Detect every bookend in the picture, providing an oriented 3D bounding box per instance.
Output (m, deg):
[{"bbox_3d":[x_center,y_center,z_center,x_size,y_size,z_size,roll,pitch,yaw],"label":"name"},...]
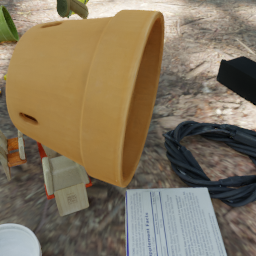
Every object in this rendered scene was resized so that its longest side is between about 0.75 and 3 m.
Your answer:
[{"bbox_3d":[4.322,-1.769,9.401,1.809,0.839,1.821,-21,45,-23],"label":"bookend"}]

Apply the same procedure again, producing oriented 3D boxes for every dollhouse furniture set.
[{"bbox_3d":[-1.642,0.727,6.604,2.428,1.251,2.402,-15,32,-17],"label":"dollhouse furniture set"}]

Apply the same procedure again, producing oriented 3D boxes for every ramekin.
[{"bbox_3d":[-2.112,2.420,4.760,1.364,0.716,1.364,0,42,0],"label":"ramekin"}]

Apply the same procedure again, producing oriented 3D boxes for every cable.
[{"bbox_3d":[2.099,0.731,6.814,2.796,0.710,2.281,18,50,16],"label":"cable"}]

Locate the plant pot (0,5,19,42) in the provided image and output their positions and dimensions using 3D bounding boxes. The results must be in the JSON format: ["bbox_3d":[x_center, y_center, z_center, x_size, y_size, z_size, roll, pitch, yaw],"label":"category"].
[{"bbox_3d":[-5.665,-4.207,11.892,1.453,1.530,1.530,-20,44,-2],"label":"plant pot"}]

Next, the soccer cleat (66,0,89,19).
[{"bbox_3d":[-1.694,-4.619,10.121,1.828,0.765,0.591,-23,58,20],"label":"soccer cleat"}]

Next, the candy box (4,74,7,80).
[{"bbox_3d":[-3.641,-1.818,9.957,1.345,0.178,0.687,12,40,13],"label":"candy box"}]

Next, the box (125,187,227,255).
[{"bbox_3d":[0.774,1.969,5.154,1.631,0.856,1.500,-1,42,-2],"label":"box"}]

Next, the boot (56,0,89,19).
[{"bbox_3d":[-1.703,-3.762,8.905,0.420,1.270,1.112,-17,75,27],"label":"boot"}]

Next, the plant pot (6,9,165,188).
[{"bbox_3d":[-0.594,-0.597,4.529,1.873,2.676,2.676,13,43,11],"label":"plant pot"}]
